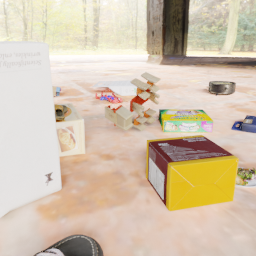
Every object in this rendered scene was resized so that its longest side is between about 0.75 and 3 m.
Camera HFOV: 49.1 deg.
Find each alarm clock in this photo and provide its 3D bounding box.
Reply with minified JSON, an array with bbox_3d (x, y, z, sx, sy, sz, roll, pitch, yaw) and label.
[{"bbox_3d":[4.795,-2.046,14.095,1.277,0.630,1.893,12,24,35],"label":"alarm clock"}]

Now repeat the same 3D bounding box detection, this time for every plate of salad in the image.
[{"bbox_3d":[2.240,0.925,5.581,0.888,0.213,0.888,0,17,0],"label":"plate of salad"}]

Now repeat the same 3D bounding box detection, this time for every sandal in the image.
[{"bbox_3d":[-1.673,-0.421,6.552,0.463,0.312,1.154,0,19,-1],"label":"sandal"}]

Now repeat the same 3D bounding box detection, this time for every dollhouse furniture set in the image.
[{"bbox_3d":[0.153,-0.645,7.847,0.787,1.528,1.512,33,53,27],"label":"dollhouse furniture set"}]

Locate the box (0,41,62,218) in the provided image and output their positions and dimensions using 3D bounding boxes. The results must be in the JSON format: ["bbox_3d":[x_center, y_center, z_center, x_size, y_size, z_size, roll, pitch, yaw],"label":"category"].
[{"bbox_3d":[-2.668,0.021,4.389,1.727,2.642,2.628,17,25,42],"label":"box"}]

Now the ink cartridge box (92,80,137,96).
[{"bbox_3d":[-0.498,-2.064,14.411,2.344,0.587,1.886,-2,18,8],"label":"ink cartridge box"}]

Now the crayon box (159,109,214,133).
[{"bbox_3d":[1.776,-0.247,8.829,1.480,0.431,1.277,0,18,0],"label":"crayon box"}]

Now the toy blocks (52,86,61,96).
[{"bbox_3d":[-3.767,-1.795,13.296,1.150,0.840,1.682,0,11,-42],"label":"toy blocks"}]

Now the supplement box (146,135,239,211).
[{"bbox_3d":[1.092,0.745,5.135,1.226,0.825,1.243,-5,19,-14],"label":"supplement box"}]

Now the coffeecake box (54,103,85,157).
[{"bbox_3d":[-2.516,0.062,7.084,2.520,0.921,1.934,-6,19,-18],"label":"coffeecake box"}]

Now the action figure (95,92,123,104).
[{"bbox_3d":[-0.799,-1.344,12.371,0.527,0.417,1.612,-13,25,-42],"label":"action figure"}]

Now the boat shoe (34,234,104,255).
[{"bbox_3d":[-0.890,1.660,2.421,0.878,0.748,2.626,6,19,19],"label":"boat shoe"}]

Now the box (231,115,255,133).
[{"bbox_3d":[4.194,-0.075,8.561,1.843,0.299,1.116,8,19,26],"label":"box"}]
